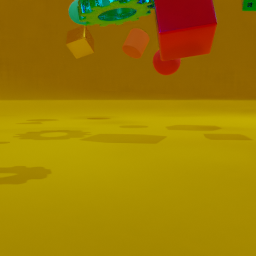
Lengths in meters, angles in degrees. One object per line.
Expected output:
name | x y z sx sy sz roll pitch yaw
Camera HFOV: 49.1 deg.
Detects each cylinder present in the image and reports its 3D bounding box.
cylinder | 0.319 -3.439 11.422 0.862 0.862 0.862 24 -12 6

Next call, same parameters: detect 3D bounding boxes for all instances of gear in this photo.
gear | -0.272 -2.780 6.476 1.750 0.324 1.750 -9 6 1

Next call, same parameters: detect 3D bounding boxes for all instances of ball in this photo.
ball | 1.141 -1.968 8.262 0.817 0.817 0.817 0 6 0

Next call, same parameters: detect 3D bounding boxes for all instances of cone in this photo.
cone | -1.475 -3.724 9.549 0.914 0.914 0.917 0 -9 0

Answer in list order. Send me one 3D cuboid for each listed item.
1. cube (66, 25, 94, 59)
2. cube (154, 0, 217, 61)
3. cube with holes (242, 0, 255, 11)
cube | -1.799 -3.265 10.646 0.776 0.776 0.776 -15 -36 16
cube | 1.156 -2.229 5.898 1.100 1.100 1.100 -7 -16 7
cube with holes | 3.897 -4.040 7.941 1.078 1.078 1.078 7 42 15
